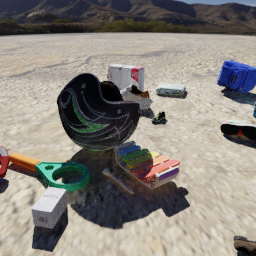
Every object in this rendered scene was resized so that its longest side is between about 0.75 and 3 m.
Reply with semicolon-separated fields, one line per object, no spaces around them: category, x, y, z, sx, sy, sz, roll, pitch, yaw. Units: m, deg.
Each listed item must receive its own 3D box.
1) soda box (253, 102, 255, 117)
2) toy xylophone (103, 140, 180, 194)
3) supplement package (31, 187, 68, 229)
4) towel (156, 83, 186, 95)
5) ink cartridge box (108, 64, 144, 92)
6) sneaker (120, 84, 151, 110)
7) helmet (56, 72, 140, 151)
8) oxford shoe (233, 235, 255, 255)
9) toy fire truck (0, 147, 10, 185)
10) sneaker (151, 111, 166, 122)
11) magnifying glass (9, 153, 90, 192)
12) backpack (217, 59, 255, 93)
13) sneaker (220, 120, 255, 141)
soda box;6.438;-1.100;13.166;0.638;0.674;1.988;15;28;30
toy xylophone;0.339;1.138;8.251;1.691;0.580;2.310;-21;30;-38
supplement package;-1.858;1.893;6.725;0.500;0.502;0.856;5;25;11
towel;2.497;-2.241;16.111;1.592;0.383;1.363;8;22;17
ink cartridge box;-0.114;-2.845;16.113;1.970;1.431;0.821;13;27;26
sneaker;-0.082;-1.709;14.007;2.671;1.131;0.972;11;28;26
helmet;-0.933;-0.439;9.447;2.585;2.585;2.464;-26;74;-45
oxford shoe;2.591;2.493;5.725;0.835;0.303;0.352;5;40;18
toy fire truck;-4.264;1.203;7.952;1.773;0.994;1.489;-15;52;-29
sneaker;1.329;-0.524;12.253;0.326;0.376;0.909;20;31;37
magnifying glass;-2.459;1.224;8.467;2.894;0.324;1.152;11;27;25
backpack;6.230;-2.807;15.913;2.007;1.631;1.684;27;33;30
sneaker;4.540;-0.015;10.803;1.779;0.626;0.832;11;32;30
